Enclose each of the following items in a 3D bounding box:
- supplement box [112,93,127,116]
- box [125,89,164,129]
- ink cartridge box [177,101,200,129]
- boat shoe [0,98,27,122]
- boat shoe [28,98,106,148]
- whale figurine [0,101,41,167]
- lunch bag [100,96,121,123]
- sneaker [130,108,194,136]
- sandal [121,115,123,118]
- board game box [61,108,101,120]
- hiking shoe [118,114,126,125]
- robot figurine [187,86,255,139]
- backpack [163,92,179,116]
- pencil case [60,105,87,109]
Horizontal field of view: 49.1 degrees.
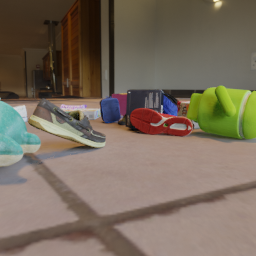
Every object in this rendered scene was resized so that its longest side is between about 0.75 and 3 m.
[{"bbox_3d":[0.140,-1.413,16.829,1.728,1.363,2.640,1,8,10],"label":"supplement box"},{"bbox_3d":[0.668,-0.719,10.985,1.351,1.484,0.772,3,-4,15],"label":"box"},{"bbox_3d":[2.864,-0.581,11.903,1.047,1.051,1.447,-2,8,-17],"label":"ink cartridge box"},{"bbox_3d":[-5.986,-0.787,12.824,1.051,1.213,2.844,8,11,44],"label":"boat shoe"},{"bbox_3d":[-1.320,-0.071,7.085,0.878,0.777,2.398,23,1,36],"label":"boat shoe"},{"bbox_3d":[-2.750,0.083,5.486,2.064,1.346,2.595,3,2,-28],"label":"whale figurine"},{"bbox_3d":[-0.894,-0.902,13.433,0.870,1.281,0.848,-8,6,-13],"label":"lunch bag"},{"bbox_3d":[1.310,-0.143,10.302,2.310,0.905,1.334,17,6,23],"label":"sneaker"},{"bbox_3d":[-0.743,-0.628,15.353,0.936,0.230,0.381,10,-9,2],"label":"sandal"},{"bbox_3d":[-3.014,-0.801,15.625,2.719,0.465,1.828,1,8,4],"label":"board game box"},{"bbox_3d":[-0.140,-0.411,12.688,0.385,0.512,1.017,5,9,32],"label":"hiking shoe"},{"bbox_3d":[3.354,-0.495,9.162,2.681,1.551,2.352,12,-5,37],"label":"robot figurine"},{"bbox_3d":[2.256,-1.115,15.353,1.488,1.249,1.210,39,25,19],"label":"backpack"},{"bbox_3d":[-3.312,-1.122,17.019,1.641,0.701,0.689,1,-26,15],"label":"pencil case"}]
